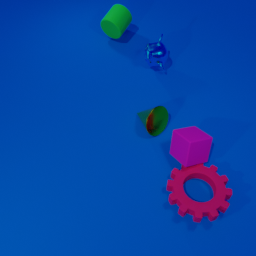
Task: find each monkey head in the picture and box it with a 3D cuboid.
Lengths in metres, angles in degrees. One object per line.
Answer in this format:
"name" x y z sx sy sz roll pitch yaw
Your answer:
"monkey head" 0.944 -2.450 9.304 0.769 1.276 0.918 -4 14 10

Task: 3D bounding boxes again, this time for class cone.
"cone" 0.584 -0.339 8.635 0.942 0.942 0.945 -42 41 -21

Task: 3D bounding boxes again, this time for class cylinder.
"cylinder" -0.422 -3.871 10.197 0.865 0.865 0.865 26 69 14

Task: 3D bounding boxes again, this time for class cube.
"cube" 1.714 0.491 7.699 0.772 0.772 0.772 -9 29 -25

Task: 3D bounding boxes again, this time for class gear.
"gear" 1.868 1.638 7.424 1.636 0.303 1.636 -1 51 1
